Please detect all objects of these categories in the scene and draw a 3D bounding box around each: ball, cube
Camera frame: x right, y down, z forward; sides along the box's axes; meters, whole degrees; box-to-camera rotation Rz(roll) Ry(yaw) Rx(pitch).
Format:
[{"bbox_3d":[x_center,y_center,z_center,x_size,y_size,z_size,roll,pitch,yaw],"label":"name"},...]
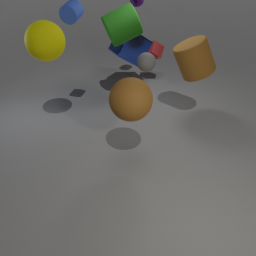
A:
[{"bbox_3d":[0.091,-0.900,8.882,1.400,1.400,1.400,0,32,0],"label":"ball"},{"bbox_3d":[-2.948,-3.097,9.978,1.400,1.400,1.400,0,32,0],"label":"ball"},{"bbox_3d":[0.666,-2.395,10.206,0.700,0.700,0.700,0,32,0],"label":"ball"},{"bbox_3d":[0.103,-4.115,14.048,1.400,1.400,1.400,21,17,-34],"label":"cube"},{"bbox_3d":[1.384,-4.134,14.907,0.700,0.700,0.700,22,-9,-36],"label":"cube"}]

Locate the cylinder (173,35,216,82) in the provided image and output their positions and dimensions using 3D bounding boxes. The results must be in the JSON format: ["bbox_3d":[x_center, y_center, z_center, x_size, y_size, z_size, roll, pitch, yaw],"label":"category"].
[{"bbox_3d":[2.717,-2.831,11.443,1.400,1.400,1.400,-23,27,12],"label":"cylinder"}]

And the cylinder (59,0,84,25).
[{"bbox_3d":[-2.094,-4.301,10.374,0.700,0.700,0.700,8,44,13],"label":"cylinder"}]

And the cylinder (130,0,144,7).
[{"bbox_3d":[0.392,-6.350,13.522,0.700,0.700,0.700,7,-5,12],"label":"cylinder"}]

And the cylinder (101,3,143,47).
[{"bbox_3d":[-0.260,-4.482,12.235,1.400,1.400,1.400,-26,35,2],"label":"cylinder"}]
